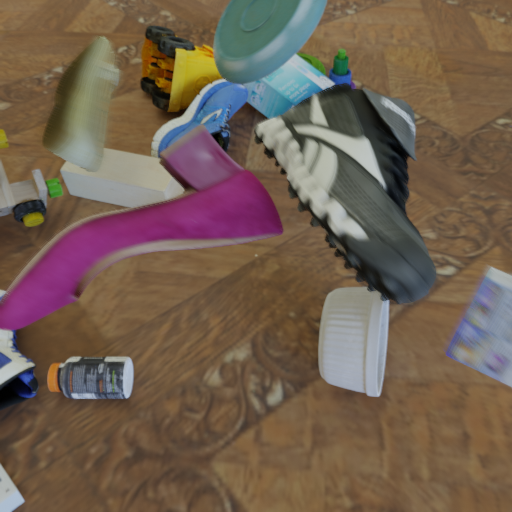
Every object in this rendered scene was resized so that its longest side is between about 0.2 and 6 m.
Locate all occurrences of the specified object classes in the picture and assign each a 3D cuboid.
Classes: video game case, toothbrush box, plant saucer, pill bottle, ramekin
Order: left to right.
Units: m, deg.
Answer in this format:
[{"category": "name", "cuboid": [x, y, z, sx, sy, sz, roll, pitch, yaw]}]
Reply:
[{"category": "pill bottle", "cuboid": [-2.306, 1.695, 7.793, 1.085, 0.576, 0.576, 0, 45, 0]}, {"category": "plant saucer", "cuboid": [0.121, -4.210, 9.856, 2.512, 0.344, 2.512, -20, 56, 33]}, {"category": "toothbrush box", "cuboid": [0.534, -3.918, 12.768, 1.979, 0.844, 1.449, 40, 55, 10]}, {"category": "ramekin", "cuboid": [1.366, 1.133, 7.761, 0.795, 1.515, 1.515, 4, 45, 18]}, {"category": "video game case", "cuboid": [2.840, 0.861, 6.120, 1.112, 1.227, 0.279, 25, 40, 17]}]

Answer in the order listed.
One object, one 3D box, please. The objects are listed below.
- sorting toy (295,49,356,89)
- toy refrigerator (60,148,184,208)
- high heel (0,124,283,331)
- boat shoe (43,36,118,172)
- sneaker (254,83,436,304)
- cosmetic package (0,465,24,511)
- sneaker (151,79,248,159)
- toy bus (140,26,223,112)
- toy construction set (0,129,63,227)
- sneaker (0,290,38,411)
[{"category": "sorting toy", "cuboid": [0.818, -5.309, 14.075, 1.544, 1.534, 4.454, -29, 51, -26]}, {"category": "toy refrigerator", "cuboid": [-2.541, -1.460, 10.824, 2.161, 0.756, 0.820, 12, 53, 13]}, {"category": "high heel", "cuboid": [-1.145, 0.080, 5.623, 2.918, 0.984, 1.402, -40, 95, -1]}, {"category": "boat shoe", "cuboid": [-2.785, -2.600, 9.429, 0.988, 0.853, 2.710, -27, 46, 30]}, {"category": "sneaker", "cuboid": [1.166, -1.028, 6.196, 1.679, 1.233, 3.710, -38, 36, 9]}, {"category": "cosmetic package", "cuboid": [-3.683, 2.809, 6.859, 1.044, 0.358, 1.385, -33, 54, -32]}, {"category": "sneaker", "cuboid": [-0.940, -2.658, 11.885, 1.237, 1.090, 2.775, 30, 62, 15]}, {"category": "toy bus", "cuboid": [-1.504, -4.448, 13.338, 2.196, 1.553, 2.288, -7, 37, -28]}, {"category": "toy construction set", "cuboid": [-4.720, -1.697, 9.694, 2.317, 3.015, 2.514, -13, 55, -19]}, {"category": "sneaker", "cuboid": [-3.595, 1.506, 7.926, 1.197, 0.837, 2.073, 11, 39, -7]}]
